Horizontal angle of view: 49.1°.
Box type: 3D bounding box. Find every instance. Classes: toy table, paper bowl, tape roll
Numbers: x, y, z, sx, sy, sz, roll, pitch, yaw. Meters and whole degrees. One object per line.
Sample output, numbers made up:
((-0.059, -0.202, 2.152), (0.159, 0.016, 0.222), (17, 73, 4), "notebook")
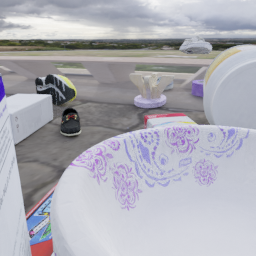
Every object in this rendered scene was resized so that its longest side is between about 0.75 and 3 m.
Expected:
((0.842, -1.420, 10.149), (1.620, 1.032, 1.762), (2, 17, 5), "toy table")
((0.806, 1.004, 2.242), (2.680, 1.394, 2.680), (0, 18, 0), "paper bowl")
((3.283, -1.655, 11.639), (1.238, 0.526, 1.238), (0, 19, 0), "tape roll")

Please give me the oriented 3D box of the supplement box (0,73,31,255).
((-1.043, 0.933, 1.260), (1.093, 2.160, 1.116), (-6, 20, -13), "supplement box")

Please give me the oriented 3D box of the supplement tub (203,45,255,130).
((2.853, -0.815, 6.580), (2.122, 2.122, 2.939), (5, 20, 13), "supplement tub")

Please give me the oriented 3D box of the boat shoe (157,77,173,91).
((1.456, -2.011, 12.536), (0.613, 0.625, 1.756), (14, 23, 37), "boat shoe")

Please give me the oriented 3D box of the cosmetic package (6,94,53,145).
((-2.852, -0.304, 7.193), (1.101, 0.802, 2.165), (3, 17, 9), "cosmetic package")

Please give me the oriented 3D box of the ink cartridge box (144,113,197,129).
((0.826, 0.300, 5.216), (0.851, 0.855, 1.176), (-3, 19, -10), "ink cartridge box")

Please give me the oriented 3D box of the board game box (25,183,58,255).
((-0.778, 1.174, 3.671), (1.026, 0.194, 1.994), (6, 19, 13), "board game box")

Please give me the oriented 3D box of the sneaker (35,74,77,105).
((-2.485, -1.538, 10.491), (1.223, 1.059, 2.710), (-10, 20, -35), "sneaker")

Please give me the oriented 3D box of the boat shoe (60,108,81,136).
((-1.517, -0.168, 7.335), (0.520, 0.446, 1.423), (-4, 20, -12), "boat shoe")

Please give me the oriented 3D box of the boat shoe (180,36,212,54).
((2.166, -2.637, 8.826), (0.560, 0.512, 1.557), (19, 7, -16), "boat shoe")
